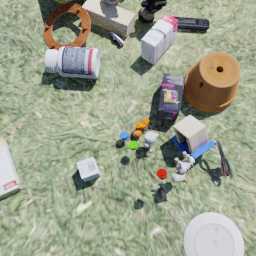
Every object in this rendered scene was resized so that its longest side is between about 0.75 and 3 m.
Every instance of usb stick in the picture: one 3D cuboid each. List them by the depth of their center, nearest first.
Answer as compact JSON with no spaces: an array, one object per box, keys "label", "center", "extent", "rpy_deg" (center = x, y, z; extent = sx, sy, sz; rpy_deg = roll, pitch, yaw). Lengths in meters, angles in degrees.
[{"label":"usb stick","center":[2.701,-4.994,13.328],"extent":[2.303,0.376,0.639],"rpy_deg":[5,63,2]}]

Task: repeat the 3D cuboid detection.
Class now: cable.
[{"label":"cable","center":[3.552,1.248,10.616],"extent":[0.388,1.540,0.748],"rpy_deg":[-20,25,24]}]

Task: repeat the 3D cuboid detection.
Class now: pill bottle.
[{"label":"pill bottle","center":[-2.378,-2.833,12.091],"extent":[2.171,1.298,1.298],"rpy_deg":[4,71,1]}]

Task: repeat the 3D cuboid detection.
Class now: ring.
[{"label":"ring","center":[-2.844,-4.597,12.836],"extent":[2.390,0.229,2.390],"rpy_deg":[-2,84,17]}]

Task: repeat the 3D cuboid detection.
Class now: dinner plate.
[{"label":"dinner plate","center":[3.155,4.227,10.224],"extent":[2.218,0.269,2.218],"rpy_deg":[0,70,-1]}]

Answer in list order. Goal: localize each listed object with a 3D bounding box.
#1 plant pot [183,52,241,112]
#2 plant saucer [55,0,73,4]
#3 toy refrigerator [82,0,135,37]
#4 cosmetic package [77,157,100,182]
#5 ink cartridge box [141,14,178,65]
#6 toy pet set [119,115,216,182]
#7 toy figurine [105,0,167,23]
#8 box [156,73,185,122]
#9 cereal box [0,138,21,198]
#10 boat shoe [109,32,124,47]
[{"label":"plant pot","center":[3.583,-2.020,11.632],"extent":[2.349,1.644,2.349],"rpy_deg":[0,72,-1]},{"label":"plant saucer","center":[-2.635,-7.008,13.474],"extent":[2.882,0.690,2.878],"rpy_deg":[-28,51,-9]},{"label":"toy refrigerator","center":[-0.915,-5.217,13.187],"extent":[2.355,0.824,0.894],"rpy_deg":[25,66,7]},{"label":"cosmetic package","center":[-1.512,1.605,10.810],"extent":[0.677,0.821,0.676],"rpy_deg":[-20,72,-7]},{"label":"ink cartridge box","center":[1.385,-3.921,12.438],"extent":[0.750,1.288,1.779],"rpy_deg":[35,74,17]},{"label":"toy pet set","center":[1.687,0.804,10.923],"extent":[2.796,1.590,2.995],"rpy_deg":[-32,41,-11]},{"label":"toy figurine","center":[0.532,-6.672,12.809],"extent":[2.966,2.064,2.920],"rpy_deg":[21,65,-14]},{"label":"box","center":[1.755,-1.251,11.674],"extent":[0.904,1.042,1.704],"rpy_deg":[11,71,4]},{"label":"cereal box","center":[-5.312,1.689,10.980],"extent":[1.604,0.441,2.229],"rpy_deg":[-23,73,-8]},{"label":"boat shoe","center":[-0.581,-4.113,13.075],"extent":[0.912,0.319,0.302],"rpy_deg":[44,75,6]}]
